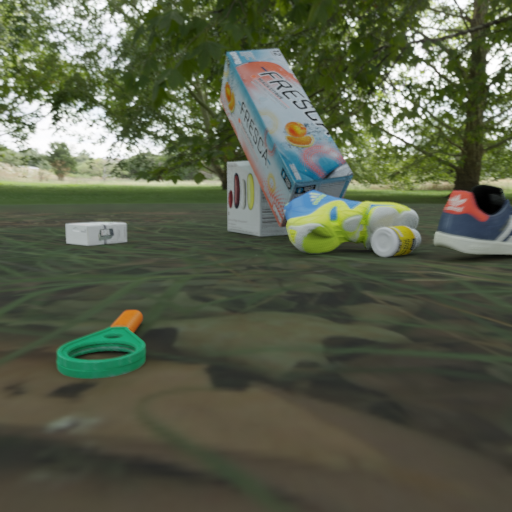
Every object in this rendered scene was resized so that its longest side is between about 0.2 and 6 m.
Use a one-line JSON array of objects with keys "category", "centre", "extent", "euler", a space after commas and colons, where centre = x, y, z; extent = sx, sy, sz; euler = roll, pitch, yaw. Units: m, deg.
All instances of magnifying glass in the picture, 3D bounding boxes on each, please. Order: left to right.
[{"category": "magnifying glass", "centre": [-1.037, 0.617, 4.109], "extent": [0.563, 0.158, 1.415], "euler": [-1, 9, -2]}]

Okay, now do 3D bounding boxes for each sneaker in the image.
[{"category": "sneaker", "centre": [1.704, -0.806, 10.472], "extent": [2.621, 0.992, 1.377], "euler": [-4, 40, -23]}, {"category": "sneaker", "centre": [4.092, -0.616, 9.535], "extent": [2.626, 1.110, 0.984], "euler": [0, 13, -41]}]

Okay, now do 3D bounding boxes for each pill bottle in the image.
[{"category": "pill bottle", "centre": [2.492, -0.265, 9.863], "extent": [0.943, 0.525, 0.525], "euler": [-7, 10, -44]}]

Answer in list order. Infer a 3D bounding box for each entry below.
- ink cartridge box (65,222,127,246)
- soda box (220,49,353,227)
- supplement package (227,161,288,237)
[{"category": "ink cartridge box", "centre": [-3.439, -0.486, 12.061], "extent": [0.766, 0.443, 1.053], "euler": [5, 8, 36]}, {"category": "soda box", "centre": [0.537, -2.879, 13.070], "extent": [1.427, 4.490, 1.535], "euler": [-11, -33, -20]}, {"category": "supplement package", "centre": [0.222, -1.541, 14.739], "extent": [1.394, 1.895, 1.813], "euler": [-4, 8, -30]}]
